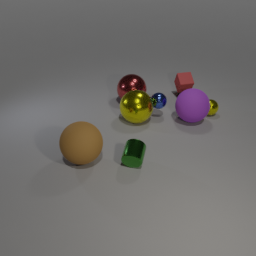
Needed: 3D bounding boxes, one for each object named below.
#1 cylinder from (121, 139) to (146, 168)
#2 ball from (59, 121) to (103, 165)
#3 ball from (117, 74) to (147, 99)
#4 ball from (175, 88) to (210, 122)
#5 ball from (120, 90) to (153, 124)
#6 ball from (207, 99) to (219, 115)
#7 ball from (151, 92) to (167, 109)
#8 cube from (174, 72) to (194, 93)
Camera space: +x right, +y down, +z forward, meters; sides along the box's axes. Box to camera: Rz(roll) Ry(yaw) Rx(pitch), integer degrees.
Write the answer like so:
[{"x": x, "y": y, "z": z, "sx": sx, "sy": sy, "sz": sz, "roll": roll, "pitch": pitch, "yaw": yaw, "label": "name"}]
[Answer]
[{"x": 0.192, "y": 0.826, "z": 9.107, "sx": 0.700, "sy": 0.700, "sz": 0.700, "roll": 7, "pitch": 51, "yaw": 12, "label": "cylinder"}, {"x": -1.512, "y": 0.481, "z": 9.084, "sx": 1.400, "sy": 1.400, "sz": 1.400, "roll": 0, "pitch": 30, "yaw": 0, "label": "ball"}, {"x": 0.178, "y": -1.831, "z": 13.185, "sx": 1.400, "sy": 1.400, "sz": 1.400, "roll": 0, "pitch": 30, "yaw": 0, "label": "ball"}, {"x": 2.653, "y": -0.927, "z": 11.542, "sx": 1.400, "sy": 1.400, "sz": 1.400, "roll": 0, "pitch": 30, "yaw": 0, "label": "ball"}, {"x": 0.350, "y": -0.884, "z": 11.585, "sx": 1.400, "sy": 1.400, "sz": 1.400, "roll": 0, "pitch": 30, "yaw": 0, "label": "ball"}, {"x": 3.600, "y": -0.906, "z": 12.243, "sx": 0.700, "sy": 0.700, "sz": 0.700, "roll": 0, "pitch": 30, "yaw": 0, "label": "ball"}, {"x": 1.298, "y": -1.156, "z": 11.880, "sx": 0.700, "sy": 0.700, "sz": 0.700, "roll": 0, "pitch": 30, "yaw": 0, "label": "ball"}, {"x": 2.750, "y": -2.242, "z": 13.752, "sx": 0.700, "sy": 0.700, "sz": 0.700, "roll": -7, "pitch": 64, "yaw": -8, "label": "cube"}]
